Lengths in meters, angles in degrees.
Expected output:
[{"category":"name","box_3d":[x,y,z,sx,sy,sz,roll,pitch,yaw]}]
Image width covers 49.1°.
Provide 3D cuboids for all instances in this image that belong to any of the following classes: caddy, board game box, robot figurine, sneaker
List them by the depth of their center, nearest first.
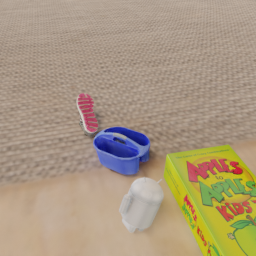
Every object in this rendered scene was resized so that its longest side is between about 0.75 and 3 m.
[{"category":"robot figurine","box_3d":[0.235,1.250,4.666,0.845,0.996,0.563,7,22,-40]},{"category":"board game box","box_3d":[1.757,1.461,4.760,1.395,0.654,2.746,-8,38,-13]},{"category":"caddy","box_3d":[-0.131,0.405,5.976,1.285,0.674,0.908,17,42,31]},{"category":"sneaker","box_3d":[-1.062,-0.308,7.052,0.444,0.526,1.202,-6,62,-25]}]
